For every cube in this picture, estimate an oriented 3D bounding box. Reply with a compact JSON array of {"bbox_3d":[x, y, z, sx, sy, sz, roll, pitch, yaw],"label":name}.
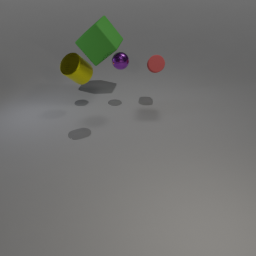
[{"bbox_3d":[-1.286,-3.999,12.851,1.400,1.400,1.400,-30,24,30],"label":"cube"}]

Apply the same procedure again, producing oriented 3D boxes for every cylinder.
[{"bbox_3d":[-1.481,-1.703,8.092,0.700,0.700,0.700,18,-6,29],"label":"cylinder"},{"bbox_3d":[1.166,-2.684,11.768,0.700,0.700,0.700,0,9,0],"label":"cylinder"}]

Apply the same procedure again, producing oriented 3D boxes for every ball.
[{"bbox_3d":[-0.304,-2.718,11.352,0.700,0.700,0.700,0,30,0],"label":"ball"}]
